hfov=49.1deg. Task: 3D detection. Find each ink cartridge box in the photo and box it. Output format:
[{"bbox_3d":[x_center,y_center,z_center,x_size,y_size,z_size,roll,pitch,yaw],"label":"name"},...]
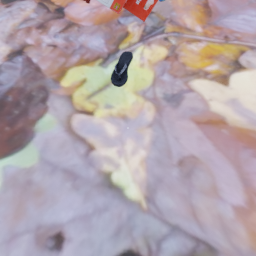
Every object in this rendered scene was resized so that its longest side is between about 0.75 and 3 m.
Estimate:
[{"bbox_3d":[-0.157,-2.458,4.765,1.472,0.802,0.371,29,41,-13],"label":"ink cartridge box"}]

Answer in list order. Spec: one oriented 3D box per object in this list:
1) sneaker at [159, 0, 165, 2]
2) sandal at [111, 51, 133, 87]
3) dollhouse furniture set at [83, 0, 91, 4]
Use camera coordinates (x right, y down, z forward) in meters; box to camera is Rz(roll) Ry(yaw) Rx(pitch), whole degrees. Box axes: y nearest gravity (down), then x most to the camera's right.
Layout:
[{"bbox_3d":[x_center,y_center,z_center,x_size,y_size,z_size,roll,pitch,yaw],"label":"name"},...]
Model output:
[{"bbox_3d":[1.052,-3.347,6.811,1.254,0.659,0.475,11,15,-11],"label":"sneaker"},{"bbox_3d":[-0.156,-1.351,6.260,0.386,0.217,1.015,5,61,16],"label":"sandal"},{"bbox_3d":[-1.540,-3.243,5.649,1.767,0.951,0.719,23,92,22],"label":"dollhouse furniture set"}]
